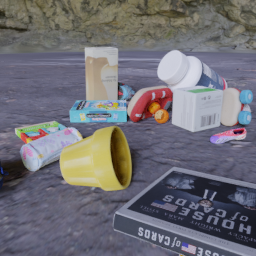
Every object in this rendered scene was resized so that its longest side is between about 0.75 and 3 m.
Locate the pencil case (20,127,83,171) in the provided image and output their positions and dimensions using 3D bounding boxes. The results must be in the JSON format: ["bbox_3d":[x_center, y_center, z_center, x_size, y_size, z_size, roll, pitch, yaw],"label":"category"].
[{"bbox_3d":[-2.009,0.556,7.613,0.789,0.723,1.740,34,33,25],"label":"pencil case"}]

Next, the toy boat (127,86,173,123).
[{"bbox_3d":[1.036,-0.734,10.883,2.111,1.378,1.380,-15,54,-37],"label":"toy boat"}]

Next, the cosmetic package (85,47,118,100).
[{"bbox_3d":[-1.249,-2.470,13.345,1.381,2.626,0.933,-12,25,-28],"label":"cosmetic package"}]

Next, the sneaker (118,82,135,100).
[{"bbox_3d":[-0.391,-1.926,14.797,1.128,0.936,2.361,5,22,-28],"label":"sneaker"}]

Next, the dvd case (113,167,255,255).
[{"bbox_3d":[1.397,1.395,4.998,2.211,0.364,2.942,10,10,25],"label":"dvd case"}]

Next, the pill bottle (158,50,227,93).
[{"bbox_3d":[2.643,-1.967,11.656,2.825,1.689,1.689,23,4,-34],"label":"pill bottle"}]

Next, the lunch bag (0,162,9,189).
[{"bbox_3d":[-3.377,1.005,5.813,1.649,1.091,1.120,-7,4,-16],"label":"lunch bag"}]

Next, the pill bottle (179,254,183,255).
[{"bbox_3d":[0.968,1.948,4.039,0.438,0.438,0.789,2,20,6],"label":"pill bottle"}]

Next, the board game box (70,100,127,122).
[{"bbox_3d":[-1.152,-0.723,11.561,2.195,0.515,1.657,0,19,-1],"label":"board game box"}]

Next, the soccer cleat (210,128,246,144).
[{"bbox_3d":[3.090,0.221,8.683,1.101,0.403,0.375,-11,58,10],"label":"soccer cleat"}]

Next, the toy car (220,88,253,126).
[{"bbox_3d":[4.189,-0.781,10.710,1.599,1.415,1.474,-1,4,-41],"label":"toy car"}]

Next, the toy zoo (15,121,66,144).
[{"bbox_3d":[-2.617,0.263,9.167,1.465,0.228,2.233,-14,23,-34],"label":"toy zoo"}]

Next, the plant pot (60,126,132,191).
[{"bbox_3d":[-0.745,0.740,6.310,1.313,1.396,1.396,-10,16,16],"label":"plant pot"}]

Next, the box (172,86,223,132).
[{"bbox_3d":[2.520,-0.742,10.256,1.389,1.396,1.196,-11,20,-29],"label":"box"}]
